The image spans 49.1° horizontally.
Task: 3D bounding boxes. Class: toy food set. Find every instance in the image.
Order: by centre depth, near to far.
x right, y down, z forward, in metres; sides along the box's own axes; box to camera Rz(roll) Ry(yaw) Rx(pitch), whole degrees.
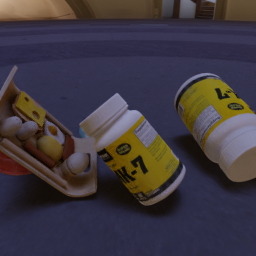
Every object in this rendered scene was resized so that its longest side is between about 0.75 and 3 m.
[{"bbox_3d":[-1.534,0.053,5.625,0.759,2.513,1.804,-31,35,17],"label":"toy food set"}]

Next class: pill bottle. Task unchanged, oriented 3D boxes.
[{"bbox_3d":[0.073,0.392,5.417,1.146,2.005,1.146,-40,6,5],"label":"pill bottle"},{"bbox_3d":[2.259,-0.078,6.707,1.467,1.467,2.566,-8,42,-16],"label":"pill bottle"}]

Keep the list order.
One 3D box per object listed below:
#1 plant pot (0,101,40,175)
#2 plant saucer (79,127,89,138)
[{"bbox_3d":[-2.564,0.134,6.735,1.451,1.412,1.451,0,26,0],"label":"plant pot"},{"bbox_3d":[-0.637,0.044,7.713,1.401,0.192,1.401,6,45,-6],"label":"plant saucer"}]
